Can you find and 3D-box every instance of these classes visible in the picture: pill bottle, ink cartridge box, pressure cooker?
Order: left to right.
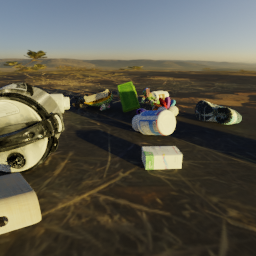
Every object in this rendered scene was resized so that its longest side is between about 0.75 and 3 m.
[{"bbox_3d":[-2.885,0.030,7.412,2.191,2.157,2.453,32,11,-12],"label":"pressure cooker"},{"bbox_3d":[0.898,-0.196,10.379,0.905,0.905,1.612,-12,8,-37],"label":"pill bottle"},{"bbox_3d":[1.985,-1.990,17.654,1.232,0.704,0.704,-13,20,-43],"label":"pill bottle"},{"bbox_3d":[0.923,0.814,7.746,1.004,0.439,0.730,-3,16,-5],"label":"ink cartridge box"}]

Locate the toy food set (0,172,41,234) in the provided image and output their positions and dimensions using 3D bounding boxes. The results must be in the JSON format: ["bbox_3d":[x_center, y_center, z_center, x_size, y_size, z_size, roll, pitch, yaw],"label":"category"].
[{"bbox_3d":[-2.656,1.468,5.235,1.543,0.649,2.150,-10,10,-30],"label":"toy food set"}]

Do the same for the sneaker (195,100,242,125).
[{"bbox_3d":[4.016,-0.604,12.645,1.017,0.915,2.357,8,14,-33],"label":"sneaker"}]

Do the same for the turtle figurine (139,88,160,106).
[{"bbox_3d":[1.256,-1.638,16.818,0.918,1.275,1.236,16,20,-46],"label":"turtle figurine"}]

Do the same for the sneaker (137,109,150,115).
[{"bbox_3d":[0.815,-0.675,13.018,1.066,0.429,0.471,17,3,41],"label":"sneaker"}]

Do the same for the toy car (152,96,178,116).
[{"bbox_3d":[1.825,-1.076,13.780,1.270,0.952,1.111,-4,15,-14],"label":"toy car"}]

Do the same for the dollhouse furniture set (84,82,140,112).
[{"bbox_3d":[-0.818,-1.285,15.234,2.797,1.404,1.832,-16,-6,4],"label":"dollhouse furniture set"}]

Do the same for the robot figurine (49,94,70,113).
[{"bbox_3d":[-3.862,-1.228,14.239,1.753,0.990,1.487,-4,-7,-11],"label":"robot figurine"}]

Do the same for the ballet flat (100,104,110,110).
[{"bbox_3d":[-1.281,-1.186,15.419,0.302,0.311,0.875,4,15,30],"label":"ballet flat"}]

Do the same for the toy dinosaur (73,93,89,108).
[{"bbox_3d":[-2.589,-1.555,16.384,1.018,0.766,1.990,15,14,10],"label":"toy dinosaur"}]
